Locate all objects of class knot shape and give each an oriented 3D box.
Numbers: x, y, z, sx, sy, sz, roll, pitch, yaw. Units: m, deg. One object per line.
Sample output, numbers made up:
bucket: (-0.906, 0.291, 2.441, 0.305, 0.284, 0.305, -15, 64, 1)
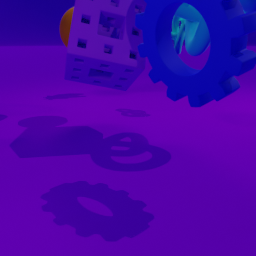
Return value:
knot shape: (1.370, -2.234, 4.818, 0.966, 2.090, 1.956, -38, 37, -14)
knot shape: (1.426, -2.653, 7.796, 0.586, 1.186, 1.267, -2, 10, -35)

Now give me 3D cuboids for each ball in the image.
ball: (-1.088, -2.403, 6.945, 1.189, 1.189, 1.189, 0, 18, 0)

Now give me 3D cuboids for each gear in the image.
gear: (0.681, -1.004, 3.145, 0.282, 1.525, 1.525, -26, 29, -30)

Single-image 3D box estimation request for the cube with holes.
cube with holes: (-0.462, -1.725, 5.670, 1.392, 1.392, 1.392, 9, -11, -13)
